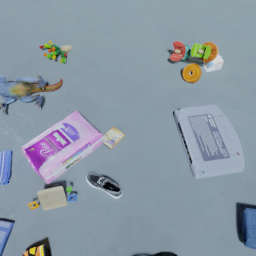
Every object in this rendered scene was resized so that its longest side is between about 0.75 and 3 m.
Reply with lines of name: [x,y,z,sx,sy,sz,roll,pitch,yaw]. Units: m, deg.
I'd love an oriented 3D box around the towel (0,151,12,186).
towel: [-4.771,1.359,9.184,1.789,0.213,1.295,-6,53,-8]

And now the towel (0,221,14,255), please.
towel: [-4.538,3.264,7.773,2.246,0.267,1.650,6,51,4]

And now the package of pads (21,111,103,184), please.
package of pads: [-2.172,0.576,9.384,2.384,0.902,1.436,-37,59,-24]

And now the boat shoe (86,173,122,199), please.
boat shoe: [-0.773,1.741,8.808,1.324,0.449,0.475,29,59,20]

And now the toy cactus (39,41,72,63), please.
toy cactus: [-3.125,-3.500,12.572,1.541,0.788,1.271,33,50,31]

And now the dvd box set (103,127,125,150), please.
dvd box set: [-0.568,0.353,10.036,0.566,0.114,0.773,34,61,22]

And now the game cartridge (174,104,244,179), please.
game cartridge: [2.850,0.389,9.780,1.844,0.566,2.771,-9,54,-2]

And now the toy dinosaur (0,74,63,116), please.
toy dinosaur: [-4.501,-1.293,10.959,2.680,2.954,1.551,3,96,24]

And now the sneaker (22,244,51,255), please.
sneaker: [-2.366,3.938,7.177,0.766,0.595,1.702,-16,52,1]

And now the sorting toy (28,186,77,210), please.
sorting toy: [-2.260,2.073,8.382,1.440,0.811,0.196,-10,36,-9]

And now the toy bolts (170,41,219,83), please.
toy bolts: [2.812,-2.898,11.954,1.837,1.754,1.274,31,27,36]

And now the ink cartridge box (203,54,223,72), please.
ink cartridge box: [3.729,-2.826,12.133,0.755,0.485,0.473,-14,55,-9]

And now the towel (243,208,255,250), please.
towel: [4.286,3.010,7.851,2.085,0.506,1.164,12,55,8]
